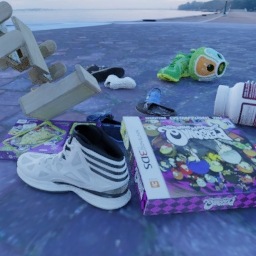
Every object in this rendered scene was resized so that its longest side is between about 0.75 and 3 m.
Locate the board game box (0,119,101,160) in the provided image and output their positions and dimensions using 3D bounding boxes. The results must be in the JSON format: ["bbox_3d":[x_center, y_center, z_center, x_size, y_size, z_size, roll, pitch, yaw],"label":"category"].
[{"bbox_3d":[-2.028,0.302,7.519,2.439,0.394,1.464,3,31,5],"label":"board game box"}]

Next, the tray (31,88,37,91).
[{"bbox_3d":[-3.651,-1.426,11.576,0.563,0.212,1.142,-10,28,-21],"label":"tray"}]

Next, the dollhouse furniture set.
[{"bbox_3d":[-2.206,-1.835,7.536,1.804,2.715,2.380,-27,-11,8],"label":"dollhouse furniture set"}]

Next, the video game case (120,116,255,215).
[{"bbox_3d":[1.444,0.615,6.084,2.871,0.514,2.602,0,35,-12],"label":"video game case"}]

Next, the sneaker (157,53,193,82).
[{"bbox_3d":[2.389,-3.052,13.812,1.084,1.223,2.927,19,32,33],"label":"sneaker"}]

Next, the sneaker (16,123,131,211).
[{"bbox_3d":[-1.203,0.530,5.792,2.772,1.595,1.046,11,27,22],"label":"sneaker"}]

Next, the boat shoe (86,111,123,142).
[{"bbox_3d":[-0.561,-0.168,8.417,1.800,0.618,0.757,20,32,34],"label":"boat shoe"}]

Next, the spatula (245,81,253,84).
[{"bbox_3d":[5.850,-2.131,13.237,0.534,0.062,0.768,12,28,26],"label":"spatula"}]

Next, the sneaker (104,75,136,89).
[{"bbox_3d":[-0.361,-1.911,12.405,1.468,0.550,0.731,12,45,25],"label":"sneaker"}]

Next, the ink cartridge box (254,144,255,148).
[{"bbox_3d":[3.201,0.697,6.992,0.815,0.274,0.474,-19,31,-35],"label":"ink cartridge box"}]

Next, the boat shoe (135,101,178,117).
[{"bbox_3d":[0.911,-0.624,9.071,1.501,0.428,0.502,21,60,23],"label":"boat shoe"}]

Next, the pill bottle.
[{"bbox_3d":[3.974,-0.716,8.754,2.329,1.316,1.316,11,27,20],"label":"pill bottle"}]

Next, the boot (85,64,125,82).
[{"bbox_3d":[-1.229,-2.795,13.980,1.833,0.671,1.380,-19,31,-22],"label":"boot"}]

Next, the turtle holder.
[{"bbox_3d":[3.876,-2.918,13.401,1.503,1.608,2.117,26,2,38],"label":"turtle holder"}]

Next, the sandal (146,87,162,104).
[{"bbox_3d":[0.937,-1.067,10.219,0.569,0.623,1.432,23,27,-7],"label":"sandal"}]
